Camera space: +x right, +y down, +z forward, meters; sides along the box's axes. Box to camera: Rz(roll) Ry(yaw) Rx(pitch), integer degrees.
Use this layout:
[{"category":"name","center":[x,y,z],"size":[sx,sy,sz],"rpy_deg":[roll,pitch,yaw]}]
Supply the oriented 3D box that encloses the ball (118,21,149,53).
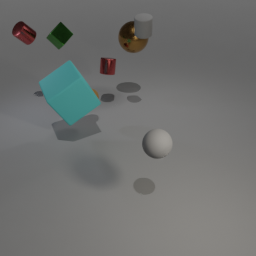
[{"category":"ball","center":[0.248,-4.152,12.820],"size":[1.400,1.400,1.400],"rpy_deg":[0,31,0]}]

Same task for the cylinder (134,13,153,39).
[{"category":"cylinder","center":[0.588,-3.880,10.661],"size":[0.700,0.700,0.700],"rpy_deg":[-2,46,2]}]

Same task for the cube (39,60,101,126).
[{"category":"cube","center":[-2.074,-1.245,9.992],"size":[1.400,1.400,1.400],"rpy_deg":[-36,46,0]}]

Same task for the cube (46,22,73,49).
[{"category":"cube","center":[-2.849,-3.840,11.692],"size":[0.700,0.700,0.700],"rpy_deg":[-56,24,-19]}]

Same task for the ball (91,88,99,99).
[{"category":"ball","center":[-1.528,-1.250,11.315],"size":[0.700,0.700,0.700],"rpy_deg":[0,31,0]}]

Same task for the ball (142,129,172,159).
[{"category":"ball","center":[0.679,0.366,6.515],"size":[0.700,0.700,0.700],"rpy_deg":[0,31,0]}]

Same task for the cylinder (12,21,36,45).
[{"category":"cylinder","center":[-4.329,-3.960,11.700],"size":[0.700,0.700,0.700],"rpy_deg":[25,-4,35]}]

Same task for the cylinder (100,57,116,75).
[{"category":"cylinder","center":[-0.906,-2.788,12.612],"size":[0.700,0.700,0.700],"rpy_deg":[5,18,-2]}]
